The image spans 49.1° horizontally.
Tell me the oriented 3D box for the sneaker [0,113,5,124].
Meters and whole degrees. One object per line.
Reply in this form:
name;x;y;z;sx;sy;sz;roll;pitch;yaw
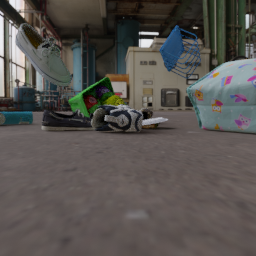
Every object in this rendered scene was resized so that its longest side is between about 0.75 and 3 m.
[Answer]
sneaker;-4.991;-0.296;9.692;0.602;0.512;1.360;-7;0;38

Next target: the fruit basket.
fruit basket;-0.803;-0.863;9.600;1.927;1.390;1.927;-16;22;7

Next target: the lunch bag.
lunch bag;3.409;-1.053;7.488;2.769;1.688;2.359;-31;19;-29

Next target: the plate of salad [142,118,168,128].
plate of salad;0.697;-0.124;8.620;1.108;0.266;1.108;-11;5;1

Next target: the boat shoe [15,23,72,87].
boat shoe;-3.137;-2.944;10.793;1.067;2.888;1.231;-37;-8;-43

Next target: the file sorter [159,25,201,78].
file sorter;1.946;-2.647;10.032;0.946;1.070;1.542;32;-4;25

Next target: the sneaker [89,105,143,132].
sneaker;-0.509;-0.296;7.471;1.207;0.741;1.855;7;11;-24

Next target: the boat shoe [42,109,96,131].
boat shoe;-1.457;-0.243;7.893;1.882;0.590;0.684;-2;4;-22

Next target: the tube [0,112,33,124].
tube;-4.537;-0.363;10.471;1.844;0.714;0.465;-2;48;-32

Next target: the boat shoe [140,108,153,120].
boat shoe;0.595;-0.458;11.192;0.493;0.596;1.658;9;12;34
